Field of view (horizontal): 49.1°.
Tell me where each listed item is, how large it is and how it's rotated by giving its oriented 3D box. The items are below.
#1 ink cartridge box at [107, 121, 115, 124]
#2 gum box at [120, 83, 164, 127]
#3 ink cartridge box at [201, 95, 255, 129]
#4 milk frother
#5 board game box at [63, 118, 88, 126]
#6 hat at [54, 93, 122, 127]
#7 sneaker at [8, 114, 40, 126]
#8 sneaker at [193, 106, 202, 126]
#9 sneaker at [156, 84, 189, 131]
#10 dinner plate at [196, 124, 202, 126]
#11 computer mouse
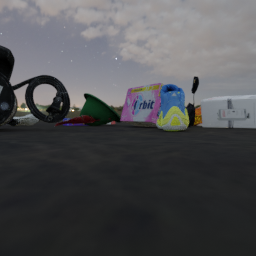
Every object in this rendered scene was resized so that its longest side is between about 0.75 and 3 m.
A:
[{"bbox_3d":[-1.660,-0.495,17.665,1.515,0.511,0.882,-1,2,-25],"label":"ink cartridge box"},{"bbox_3d":[0.804,-0.889,11.560,0.895,1.536,2.706,17,-5,-28],"label":"gum box"},{"bbox_3d":[4.392,-0.660,10.645,2.663,1.102,1.951,2,11,38],"label":"ink cartridge box"},{"bbox_3d":[-3.591,-0.803,8.773,2.913,2.629,2.740,38,-11,-17],"label":"milk frother"},{"bbox_3d":[-2.425,-0.324,14.585,1.682,0.377,1.131,-1,2,-27],"label":"board game box"},{"bbox_3d":[-1.958,-0.204,13.475,2.604,2.292,2.157,39,-14,-18],"label":"hat"},{"bbox_3d":[-4.957,-0.288,13.233,1.486,0.561,0.855,-8,12,-7],"label":"sneaker"},{"bbox_3d":[3.320,-0.468,13.957,2.922,1.067,1.127,-5,25,-21],"label":"sneaker"},{"bbox_3d":[1.426,-0.628,8.730,0.996,1.382,2.630,0,2,1],"label":"sneaker"},{"bbox_3d":[3.879,-0.158,13.770,1.031,0.125,1.031,1,1,0],"label":"dinner plate"},{"bbox_3d":[2.536,-1.032,11.358,0.395,2.319,0.680,0,34,1],"label":"computer mouse"}]
